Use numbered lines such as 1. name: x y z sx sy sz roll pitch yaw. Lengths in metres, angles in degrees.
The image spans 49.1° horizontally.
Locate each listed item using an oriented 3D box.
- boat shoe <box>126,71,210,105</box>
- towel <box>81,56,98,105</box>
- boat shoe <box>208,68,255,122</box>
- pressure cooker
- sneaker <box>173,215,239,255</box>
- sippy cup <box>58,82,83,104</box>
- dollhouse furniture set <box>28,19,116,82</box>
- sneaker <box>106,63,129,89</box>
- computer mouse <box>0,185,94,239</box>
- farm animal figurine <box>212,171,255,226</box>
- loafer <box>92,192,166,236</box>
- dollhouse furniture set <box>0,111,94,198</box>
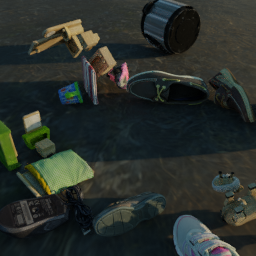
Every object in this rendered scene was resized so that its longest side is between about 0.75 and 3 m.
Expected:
1. boat shoe: 1.400 -1.376 9.916 2.940 1.048 0.885 1 30 -3
2. towel: -1.377 -1.748 10.126 0.201 1.272 1.766 -12 33 -16
3. boat shoe: 3.504 -1.060 9.756 1.003 1.005 2.786 -26 41 16
4. pressure cooker: 2.026 -5.281 14.380 2.439 2.402 2.731 -26 45 -25
5. sneaker: 1.468 2.203 4.850 0.791 0.858 1.945 -14 37 -20
6. sippy cup: -2.054 -1.187 9.980 0.739 1.008 0.791 -15 64 -3
7. dollhouse furniture set: -2.151 -2.648 10.531 1.833 2.249 2.139 -32 3 -34
8. sneaker: -0.435 -1.990 10.980 0.851 0.705 1.784 -5 29 5
9. computer mouse: -1.726 1.857 5.781 1.852 0.488 1.283 -5 32 -26
10. farm animal figurine: 2.732 1.673 5.705 1.746 0.920 1.765 -8 41 10
11. loafer: -0.002 1.758 5.888 1.680 0.604 0.528 -12 16 -28
12. dollhouse furniture set: -2.163 0.540 6.991 1.548 1.186 2.363 -28 43 -35
